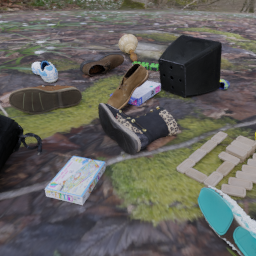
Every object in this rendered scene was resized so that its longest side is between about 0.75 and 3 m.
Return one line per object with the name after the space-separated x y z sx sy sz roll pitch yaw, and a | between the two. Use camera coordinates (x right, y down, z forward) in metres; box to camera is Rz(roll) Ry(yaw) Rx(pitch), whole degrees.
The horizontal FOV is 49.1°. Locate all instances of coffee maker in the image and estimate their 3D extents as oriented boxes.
-3.666 0.702 7.231 2.356 1.652 2.453 -2 30 -5 | coffee maker

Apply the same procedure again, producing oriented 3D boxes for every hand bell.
0.234 -5.067 18.598 1.373 1.373 2.638 -5 40 -9 | hand bell

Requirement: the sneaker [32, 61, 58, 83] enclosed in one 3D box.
-4.528 -3.255 15.163 0.996 1.004 2.771 -19 32 -28 | sneaker

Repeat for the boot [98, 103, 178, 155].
0.276 -0.235 9.641 1.956 0.951 2.598 -18 37 -27 | boot

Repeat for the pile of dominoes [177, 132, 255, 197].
2.943 1.073 8.122 2.523 0.402 1.967 -32 42 -32 | pile of dominoes

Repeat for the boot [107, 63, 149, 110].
-0.175 -1.573 10.868 0.829 2.251 0.849 43 4 29 | boot

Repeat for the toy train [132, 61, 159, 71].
1.019 -3.638 16.551 1.711 0.357 0.483 11 41 20 | toy train

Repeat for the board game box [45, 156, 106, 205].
-1.350 1.339 7.491 1.025 0.261 1.525 9 30 16 | board game box

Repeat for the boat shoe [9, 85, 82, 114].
-3.422 -1.249 11.600 2.895 1.042 0.984 -4 24 -28 | boat shoe

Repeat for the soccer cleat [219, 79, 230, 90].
4.266 -2.257 13.858 1.510 0.488 0.632 25 42 37 | soccer cleat

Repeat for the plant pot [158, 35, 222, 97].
2.744 -2.724 13.086 2.078 2.337 2.343 -33 41 -28 | plant pot

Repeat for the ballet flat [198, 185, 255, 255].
2.330 2.110 5.810 0.809 0.809 2.255 -11 33 -19 | ballet flat

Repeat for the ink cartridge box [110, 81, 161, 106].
0.359 -1.583 12.573 1.313 0.462 2.200 19 36 32 | ink cartridge box

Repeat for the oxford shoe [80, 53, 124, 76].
-1.247 -3.429 15.645 2.643 0.960 1.116 -25 42 -21 | oxford shoe
